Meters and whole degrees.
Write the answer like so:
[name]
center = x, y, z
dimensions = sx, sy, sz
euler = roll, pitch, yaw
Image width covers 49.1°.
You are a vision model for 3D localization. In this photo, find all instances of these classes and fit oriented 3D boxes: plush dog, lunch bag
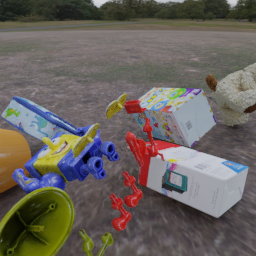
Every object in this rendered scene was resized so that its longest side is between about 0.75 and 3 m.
[plush dog]
center = 3.361, -1.199, 7.942
dimensions = 1.761, 1.645, 2.050
euler = -30, -17, -2
[lunch bag]
center = -1.870, -0.026, 6.423
dimensions = 1.354, 0.694, 1.684
euler = 29, -6, 21

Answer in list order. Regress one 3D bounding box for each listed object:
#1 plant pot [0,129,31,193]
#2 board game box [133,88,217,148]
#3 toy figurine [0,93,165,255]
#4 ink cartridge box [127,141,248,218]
[plant pot]
center = -2.754, 0.636, 5.123
dimensions = 1.727, 1.727, 1.581
euler = 16, 13, 32
[board game box]
center = 1.059, -0.351, 7.083
dimensions = 0.990, 1.008, 1.922
euler = -39, 25, -19
[toy figurine]
center = -0.922, 0.799, 4.278
dimensions = 1.722, 1.516, 2.874
euler = -2, 39, 42
[ink cartridge box]
center = 1.045, 0.835, 5.360
dimensions = 2.023, 0.680, 1.175
euler = 16, 15, 38
